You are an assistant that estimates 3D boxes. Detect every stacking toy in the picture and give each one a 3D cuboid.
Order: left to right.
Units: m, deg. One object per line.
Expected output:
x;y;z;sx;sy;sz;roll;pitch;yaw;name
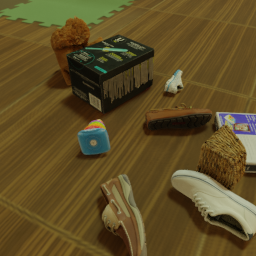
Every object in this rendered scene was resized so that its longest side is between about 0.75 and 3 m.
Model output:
-1.105;0.099;9.821;0.994;0.940;1.713;-8;27;5;stacking toy

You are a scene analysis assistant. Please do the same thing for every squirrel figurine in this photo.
-2.095;-3.613;12.607;2.382;2.552;1.806;-20;37;-4;squirrel figurine

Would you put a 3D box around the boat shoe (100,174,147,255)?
-0.173;2.322;7.154;0.945;0.997;2.632;-12;33;-8;boat shoe

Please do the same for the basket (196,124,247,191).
2.811;0.970;8.055;1.200;1.681;1.253;31;50;31;basket

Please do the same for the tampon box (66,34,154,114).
-0.664;-2.358;11.720;2.910;1.837;2.181;-33;51;-32;tampon box

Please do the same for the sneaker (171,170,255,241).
2.223;1.988;7.468;2.556;0.934;0.905;25;43;25;sneaker

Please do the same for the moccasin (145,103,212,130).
1.863;-0.451;10.381;2.433;0.890;0.939;-8;50;6;moccasin

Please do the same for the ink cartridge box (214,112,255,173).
4.405;0.437;9.509;2.522;0.547;2.499;1;41;5;ink cartridge box

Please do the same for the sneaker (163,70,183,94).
2.165;-1.979;12.371;0.696;0.602;1.605;28;50;11;sneaker
